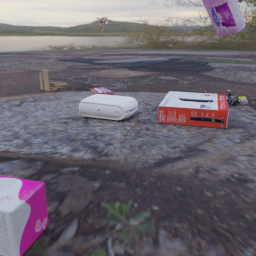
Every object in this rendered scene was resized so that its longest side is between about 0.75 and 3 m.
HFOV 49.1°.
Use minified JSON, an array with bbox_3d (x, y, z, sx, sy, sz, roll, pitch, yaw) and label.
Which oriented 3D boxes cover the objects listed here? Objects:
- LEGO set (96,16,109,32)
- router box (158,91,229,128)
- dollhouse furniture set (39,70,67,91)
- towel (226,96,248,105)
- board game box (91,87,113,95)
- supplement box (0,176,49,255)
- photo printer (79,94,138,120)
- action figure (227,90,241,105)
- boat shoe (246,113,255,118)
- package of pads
[{"bbox_3d":[-1.147,-4.356,11.615,0.394,0.488,1.060,-11,3,-22],"label":"LEGO set"},{"bbox_3d":[2.361,-0.722,9.977,2.191,0.596,2.441,5,20,15],"label":"router box"},{"bbox_3d":[-3.956,-2.593,14.738,1.183,1.013,1.243,17,25,40],"label":"dollhouse furniture set"},{"bbox_3d":[4.346,-1.251,12.154,1.583,0.180,1.137,7,21,18],"label":"towel"},{"bbox_3d":[-1.309,-1.812,13.838,0.744,0.141,1.445,-8,21,-20],"label":"board game box"},{"bbox_3d":[-2.082,1.205,4.130,1.573,0.813,0.796,4,19,16],"label":"supplement box"},{"bbox_3d":[-0.603,-0.765,10.055,1.817,0.631,1.512,7,19,18],"label":"photo printer"},{"bbox_3d":[4.156,-1.191,11.353,1.049,0.535,0.623,-12,40,-18],"label":"action figure"},{"bbox_3d":[4.570,-0.471,9.810,0.787,0.243,0.287,9,21,23],"label":"boat shoe"},{"bbox_3d":[3.590,-4.375,10.473,0.658,1.738,1.047,-49,30,-22],"label":"package of pads"}]
